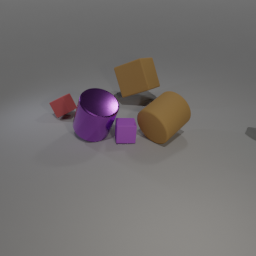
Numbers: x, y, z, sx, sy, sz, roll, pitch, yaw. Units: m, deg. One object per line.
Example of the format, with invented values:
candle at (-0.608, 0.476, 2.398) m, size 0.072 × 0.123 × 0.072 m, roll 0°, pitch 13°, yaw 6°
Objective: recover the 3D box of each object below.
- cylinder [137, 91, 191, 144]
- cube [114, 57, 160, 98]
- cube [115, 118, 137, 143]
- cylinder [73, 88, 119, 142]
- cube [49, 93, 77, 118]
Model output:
cylinder at (1.284, -0.385, 10.020) m, size 1.400 × 1.400 × 1.400 m, roll 25°, pitch 52°, yaw 38°
cube at (0.436, -2.321, 12.809) m, size 1.400 × 1.400 × 1.400 m, roll -13°, pitch 8°, yaw 30°
cube at (-0.092, 0.087, 10.117) m, size 0.700 × 0.700 × 0.700 m, roll 0°, pitch 26°, yaw -7°
cylinder at (-1.166, -0.456, 10.002) m, size 1.400 × 1.400 × 1.400 m, roll 12°, pitch 48°, yaw -14°
cube at (-2.698, -0.941, 11.704) m, size 0.700 × 0.700 × 0.700 m, roll -22°, pitch 11°, yaw 22°
